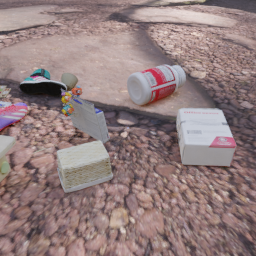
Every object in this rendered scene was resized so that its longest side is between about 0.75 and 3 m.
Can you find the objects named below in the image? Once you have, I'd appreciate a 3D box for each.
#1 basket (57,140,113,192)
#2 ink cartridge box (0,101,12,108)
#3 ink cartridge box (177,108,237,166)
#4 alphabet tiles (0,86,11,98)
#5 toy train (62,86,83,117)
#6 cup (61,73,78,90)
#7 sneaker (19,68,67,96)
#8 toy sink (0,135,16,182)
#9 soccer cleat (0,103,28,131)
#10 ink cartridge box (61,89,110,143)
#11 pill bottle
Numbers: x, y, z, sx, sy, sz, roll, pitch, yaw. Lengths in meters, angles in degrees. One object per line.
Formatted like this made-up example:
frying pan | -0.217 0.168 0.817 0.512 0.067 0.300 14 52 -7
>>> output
basket | -1.385 1.156 8.851 1.602 0.988 1.086 -13 37 -19
ink cartridge box | -5.783 -1.050 12.825 0.813 0.159 0.404 10 36 11
ink cartridge box | 2.715 0.260 10.163 1.704 0.992 2.340 2 36 3
alphabet tiles | -6.874 -1.710 13.869 1.889 0.071 1.579 -3 34 -3
toy train | -1.940 -0.927 10.011 0.871 1.159 0.322 -4 16 -41
cup | -3.023 -2.280 14.150 0.862 0.862 0.617 7 60 11
sneaker | -4.032 -2.308 14.008 2.371 0.991 1.431 5 44 9
toy sink | -4.713 1.188 8.392 2.635 1.476 1.718 5 34 16
soccer cleat | -5.017 -0.528 11.357 0.823 0.943 2.467 15 38 21
ink cartridge box | -1.583 -0.516 10.515 1.859 1.893 0.410 27 52 34
pill bottle | 1.391 -2.129 13.221 2.645 1.485 1.485 -21 40 -29
